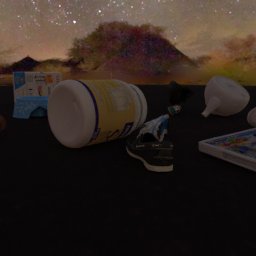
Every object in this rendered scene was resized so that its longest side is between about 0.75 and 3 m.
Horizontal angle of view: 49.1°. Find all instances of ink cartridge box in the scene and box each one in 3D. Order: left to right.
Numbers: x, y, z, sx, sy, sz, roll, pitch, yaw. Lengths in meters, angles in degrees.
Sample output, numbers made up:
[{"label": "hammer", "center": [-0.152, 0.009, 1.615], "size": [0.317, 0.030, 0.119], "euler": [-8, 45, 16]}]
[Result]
[{"label": "ink cartridge box", "center": [-4.758, -2.088, 14.791], "size": [2.346, 1.727, 1.697], "euler": [-5, 12, -24]}]

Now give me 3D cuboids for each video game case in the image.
[{"label": "video game case", "center": [2.766, 0.430, 4.884], "size": [1.821, 0.229, 2.543], "euler": [-11, 15, -23]}]

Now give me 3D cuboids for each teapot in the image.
[{"label": "teapot", "center": [3.695, -1.093, 10.920], "size": [1.808, 1.320, 1.785], "euler": [15, 37, -13]}]

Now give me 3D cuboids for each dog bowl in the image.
[{"label": "dog bowl", "center": [-2.959, -0.826, 10.822], "size": [2.976, 0.738, 1.659], "euler": [2, 10, 7]}]

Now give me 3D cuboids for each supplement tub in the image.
[{"label": "supplement tub", "center": [-0.653, -0.397, 6.540], "size": [1.467, 1.467, 2.018], "euler": [9, 14, 41]}]

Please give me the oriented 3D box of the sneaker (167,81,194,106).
[{"label": "sneaker", "center": [2.449, -1.412, 13.000], "size": [1.087, 0.725, 1.897], "euler": [30, -13, 23]}]

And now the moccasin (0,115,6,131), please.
[{"label": "moccasin", "center": [-4.021, -0.162, 7.522], "size": [2.068, 0.756, 0.798], "euler": [-5, 16, 30]}]

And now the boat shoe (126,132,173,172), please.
[{"label": "boat shoe", "center": [0.384, 0.330, 5.231], "size": [0.585, 0.551, 1.630], "euler": [-5, 10, -17]}]

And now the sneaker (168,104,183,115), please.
[{"label": "sneaker", "center": [1.888, -0.764, 11.072], "size": [0.407, 0.363, 1.018], "euler": [-34, -7, 25]}]

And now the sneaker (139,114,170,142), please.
[{"label": "sneaker", "center": [0.682, -0.029, 7.209], "size": [0.636, 0.550, 1.468], "euler": [-1, 9, 22]}]

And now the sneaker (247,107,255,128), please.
[{"label": "sneaker", "center": [3.974, -0.140, 7.053], "size": [0.988, 0.855, 2.281], "euler": [-14, 17, -34]}]
